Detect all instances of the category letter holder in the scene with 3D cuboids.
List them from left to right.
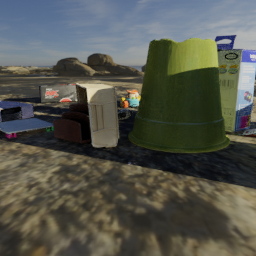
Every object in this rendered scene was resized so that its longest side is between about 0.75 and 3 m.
[{"bbox_3d":[-1.438,-0.172,7.670,1.323,0.941,0.665,7,16,44],"label":"letter holder"}]

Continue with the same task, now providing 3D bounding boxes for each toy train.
[{"bbox_3d":[0.801,-1.566,14.289,2.121,0.785,2.823,5,13,21],"label":"toy train"}]

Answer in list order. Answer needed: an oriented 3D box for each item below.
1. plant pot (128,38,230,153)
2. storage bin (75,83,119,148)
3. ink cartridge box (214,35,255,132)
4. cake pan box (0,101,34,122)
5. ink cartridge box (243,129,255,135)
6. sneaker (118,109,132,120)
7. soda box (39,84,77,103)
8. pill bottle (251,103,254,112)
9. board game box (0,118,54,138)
[{"bbox_3d":[1.404,-1.010,7.630,2.818,2.676,2.818,0,14,0],"label":"plant pot"},{"bbox_3d":[-0.847,-0.391,7.473,0.731,1.549,1.560,-8,15,-19],"label":"storage bin"},{"bbox_3d":[2.934,-1.490,9.097,1.123,2.943,2.008,-12,18,-42],"label":"ink cartridge box"},{"bbox_3d":[-5.075,-0.621,10.672,2.238,0.585,2.061,7,17,29],"label":"cake pan box"},{"bbox_3d":[3.910,0.159,8.239,0.927,0.232,0.746,-12,6,31],"label":"ink cartridge box"},{"bbox_3d":[-0.359,-0.450,10.466,1.065,0.394,0.422,-8,23,-6],"label":"sneaker"},{"bbox_3d":[-3.524,-1.936,15.556,2.622,0.928,0.830,-6,12,-21],"label":"soda box"},{"bbox_3d":[3.548,-0.931,10.173,1.748,0.995,0.995,36,32,32],"label":"pill bottle"},{"bbox_3d":[-3.340,-0.027,8.895,1.523,0.197,1.523,-11,17,-42],"label":"board game box"}]
